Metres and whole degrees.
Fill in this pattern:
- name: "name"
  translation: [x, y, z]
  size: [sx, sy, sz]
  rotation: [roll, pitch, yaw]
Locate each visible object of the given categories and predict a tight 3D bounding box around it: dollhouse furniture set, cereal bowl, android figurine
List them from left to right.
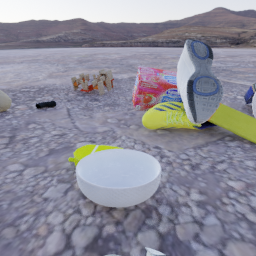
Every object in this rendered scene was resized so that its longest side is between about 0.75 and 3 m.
- name: "dollhouse furniture set"
  translation: [-1.696, -2.416, 15.461]
  size: [2.107, 1.086, 2.085]
  rotation: [15, 36, 36]
- name: "android figurine"
  translation: [-0.699, 0.788, 7.209]
  size: [1.619, 0.332, 1.474]
  rotation: [4, 21, 7]
- name: "cereal bowl"
  translation: [-0.189, 1.090, 5.805]
  size: [1.733, 0.722, 1.733]
  rotation: [0, 21, 0]

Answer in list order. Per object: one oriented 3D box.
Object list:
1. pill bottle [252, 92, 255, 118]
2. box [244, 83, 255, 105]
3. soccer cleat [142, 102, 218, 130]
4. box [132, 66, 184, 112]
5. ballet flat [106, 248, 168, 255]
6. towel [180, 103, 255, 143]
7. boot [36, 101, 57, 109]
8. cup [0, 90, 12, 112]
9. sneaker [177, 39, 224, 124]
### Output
- name: "pill bottle"
  translation: [6.097, -0.908, 9.938]
  size: [2.913, 1.647, 1.647]
  rotation: [-9, 22, -20]
- name: "box"
  translation: [5.673, -1.548, 11.506]
  size: [1.487, 0.398, 2.455]
  rotation: [-16, -12, 11]
- name: "soccer cleat"
  translation: [1.907, -0.363, 9.556]
  size: [2.832, 0.916, 1.184]
  rotation: [-5, 26, -14]
- name: "box"
  translation: [1.552, -1.351, 10.676]
  size: [2.610, 1.301, 1.246]
  rotation: [8, 36, -8]
- name: "ballet flat"
  translation: [0.135, 1.917, 3.757]
  size: [1.825, 0.621, 0.624]
  rotation: [1, 11, 3]
- name: "towel"
  translation: [3.165, -0.318, 9.138]
  size: [2.790, 0.252, 1.201]
  rotation: [28, 44, 20]
- name: "boot"
  translation: [-3.590, -1.006, 12.200]
  size: [0.775, 0.287, 0.635]
  rotation: [6, 17, 36]
- name: "cup"
  translation: [-5.311, -1.090, 11.678]
  size: [0.987, 0.987, 0.706]
  rotation: [17, 1, 39]
- name: "sneaker"
  translation: [1.993, -1.266, 8.298]
  size: [1.090, 1.274, 2.926]
  rotation: [14, 55, -9]
